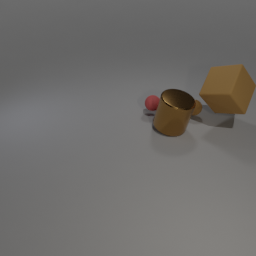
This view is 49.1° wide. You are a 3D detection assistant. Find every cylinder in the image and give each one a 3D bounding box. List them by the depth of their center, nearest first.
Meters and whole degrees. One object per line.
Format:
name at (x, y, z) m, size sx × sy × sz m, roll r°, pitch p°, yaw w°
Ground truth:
cylinder at (1.840, -0.623, 11.253) m, size 1.400 × 1.400 × 1.400 m, roll 7°, pitch 41°, yaw -6°

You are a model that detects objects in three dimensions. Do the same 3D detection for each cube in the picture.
cube at (3.959, -1.507, 11.129) m, size 1.400 × 1.400 × 1.400 m, roll 8°, pitch 66°, yaw 50°

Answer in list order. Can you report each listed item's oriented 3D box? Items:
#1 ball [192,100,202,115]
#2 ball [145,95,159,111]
ball at (2.891, -0.901, 12.265) m, size 0.700 × 0.700 × 0.700 m, roll 0°, pitch 32°, yaw 0°
ball at (1.089, -1.100, 12.363) m, size 0.700 × 0.700 × 0.700 m, roll 0°, pitch 32°, yaw 0°
